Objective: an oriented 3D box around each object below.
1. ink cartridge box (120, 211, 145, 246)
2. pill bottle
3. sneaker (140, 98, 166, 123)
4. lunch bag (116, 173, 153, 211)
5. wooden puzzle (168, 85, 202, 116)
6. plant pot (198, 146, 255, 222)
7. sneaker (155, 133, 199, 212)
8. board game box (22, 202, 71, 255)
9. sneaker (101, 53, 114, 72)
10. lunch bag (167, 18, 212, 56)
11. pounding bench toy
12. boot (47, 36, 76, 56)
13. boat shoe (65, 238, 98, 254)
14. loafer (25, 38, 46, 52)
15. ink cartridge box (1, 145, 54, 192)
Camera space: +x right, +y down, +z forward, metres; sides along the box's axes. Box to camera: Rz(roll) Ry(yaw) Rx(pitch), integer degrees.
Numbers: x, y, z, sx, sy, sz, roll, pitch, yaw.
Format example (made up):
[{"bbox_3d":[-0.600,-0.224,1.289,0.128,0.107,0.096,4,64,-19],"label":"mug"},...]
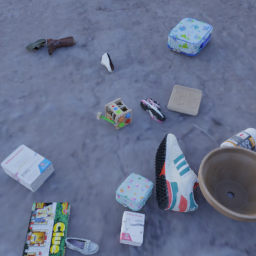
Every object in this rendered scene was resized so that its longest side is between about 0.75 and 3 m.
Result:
[{"bbox_3d":[0.138,3.129,8.748,0.668,0.378,0.912,11,50,-3],"label":"ink cartridge box"},{"bbox_3d":[4.272,0.616,10.570,1.451,0.844,0.844,-29,56,-22],"label":"pill bottle"},{"bbox_3d":[1.174,-0.851,11.942,0.617,0.574,1.429,-29,58,-23],"label":"sneaker"},{"bbox_3d":[0.240,2.150,9.380,1.007,0.484,1.255,25,39,20],"label":"lunch bag"},{"bbox_3d":[2.524,-1.195,12.395,1.304,0.326,1.408,14,57,12],"label":"wooden puzzle"},{"bbox_3d":[3.548,1.952,9.241,2.576,1.189,2.576,0,51,0],"label":"plant pot"},{"bbox_3d":[1.770,1.564,9.847,1.395,1.050,2.983,15,48,-11],"label":"sneaker"},{"bbox_3d":[-2.523,3.451,8.638,1.242,0.278,2.371,0,51,-2],"label":"board game box"},{"bbox_3d":[-1.048,-3.177,14.017,0.504,0.434,1.191,-30,58,21],"label":"sneaker"},{"bbox_3d":[3.324,-4.840,14.915,1.881,0.965,2.340,26,55,21],"label":"lunch bag"},{"bbox_3d":[-0.548,-0.453,11.478,1.238,0.769,0.966,-29,57,-21],"label":"pounding bench toy"},{"bbox_3d":[-3.518,-4.409,14.921,1.538,0.494,1.433,-6,52,-11],"label":"boot"},{"bbox_3d":[-1.406,3.554,8.502,1.017,0.326,0.375,12,52,10],"label":"boat shoe"},{"bbox_3d":[-4.868,-4.387,14.962,1.238,0.466,0.431,-37,94,-29],"label":"loafer"},{"bbox_3d":[-3.588,1.416,10.044,1.481,0.627,1.070,28,56,19],"label":"ink cartridge box"}]
